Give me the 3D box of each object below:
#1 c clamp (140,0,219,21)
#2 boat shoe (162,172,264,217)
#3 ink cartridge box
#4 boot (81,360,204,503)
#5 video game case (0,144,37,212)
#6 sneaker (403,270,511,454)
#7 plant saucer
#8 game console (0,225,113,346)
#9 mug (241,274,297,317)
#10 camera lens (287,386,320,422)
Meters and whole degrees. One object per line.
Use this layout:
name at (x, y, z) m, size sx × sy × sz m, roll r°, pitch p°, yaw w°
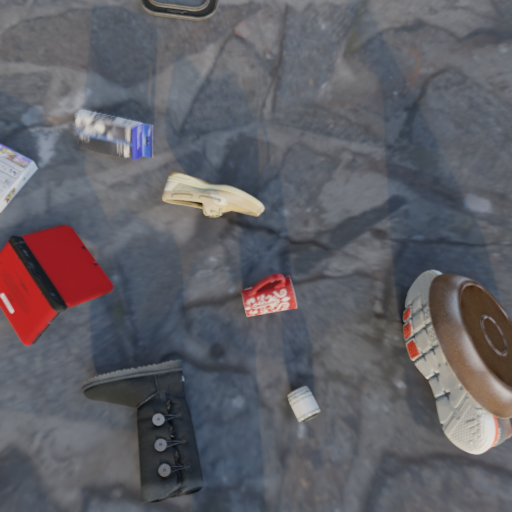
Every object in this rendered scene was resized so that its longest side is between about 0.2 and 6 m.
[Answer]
c clamp at (-1.588, -6.115, 12.861) m, size 2.063 × 0.279 × 1.763 m, roll 3°, pitch 72°, yaw 0°
boat shoe at (-0.803, -1.002, 10.458) m, size 1.889 × 0.682 × 0.614 m, roll 17°, pitch 78°, yaw -1°
ink cartridge box at (-2.774, -2.334, 10.961) m, size 1.510 × 0.751 × 0.296 m, roll 12°, pitch 38°, yaw 7°
boot at (-1.827, 2.848, 8.914) m, size 1.712 × 0.682 × 2.077 m, roll -12°, pitch 72°, yaw -3°
video game case at (-5.204, -1.601, 10.911) m, size 1.357 × 0.308 × 1.230 m, roll 28°, pitch 70°, yaw 11°
sneaker at (3.420, 1.686, 9.330) m, size 1.232 × 1.160 × 3.010 m, roll 2°, pitch 65°, yaw -29°
plant saucer at (3.613, 1.307, 8.841) m, size 2.428 × 0.389 × 2.428 m, roll 28°, pitch 44°, yaw -31°
game console at (-3.743, 0.484, 10.061) m, size 1.529 × 1.053 × 1.774 m, roll -48°, pitch 66°, yaw 15°
mug at (0.194, 0.646, 9.785) m, size 0.887 × 0.592 × 0.787 m, roll -14°, pitch 110°, yaw -1°
camera lens at (0.781, 2.440, 9.178) m, size 0.397 × 0.397 × 0.496 m, roll -23°, pitch 69°, yaw -9°
